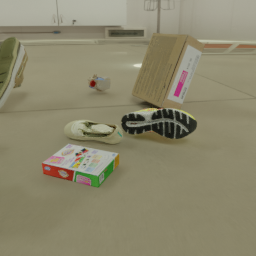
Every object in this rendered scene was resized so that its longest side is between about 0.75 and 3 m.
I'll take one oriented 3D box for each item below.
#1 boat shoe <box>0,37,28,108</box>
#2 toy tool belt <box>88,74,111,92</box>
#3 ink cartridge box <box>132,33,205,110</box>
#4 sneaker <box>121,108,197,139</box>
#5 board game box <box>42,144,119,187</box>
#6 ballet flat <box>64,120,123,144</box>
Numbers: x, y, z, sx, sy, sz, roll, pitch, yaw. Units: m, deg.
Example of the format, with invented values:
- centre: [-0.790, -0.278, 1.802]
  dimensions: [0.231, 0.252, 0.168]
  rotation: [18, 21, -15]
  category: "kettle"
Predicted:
- centre: [-3.741, -1.622, 8.838]
  dimensions: [0.943, 2.522, 0.863]
  rotation: [1, -24, 22]
  category: "boat shoe"
- centre: [-1.178, -1.670, 10.410]
  dimensions: [0.637, 0.648, 1.037]
  rotation: [19, 18, 41]
  category: "toy tool belt"
- centre: [1.170, -1.770, 8.741]
  dimensions: [0.813, 2.165, 1.784]
  rotation: [14, 11, -35]
  category: "ink cartridge box"
- centre: [0.753, -0.198, 6.506]
  dimensions: [1.734, 0.678, 0.783]
  rotation: [6, 17, 24]
  category: "sneaker"
- centre: [-0.847, 0.651, 5.162]
  dimensions: [1.137, 0.229, 0.870]
  rotation: [9, 25, 21]
  category: "board game box"
- centre: [-0.844, 0.030, 6.342]
  dimensions: [1.482, 0.515, 0.515]
  rotation: [6, 22, 15]
  category: "ballet flat"
